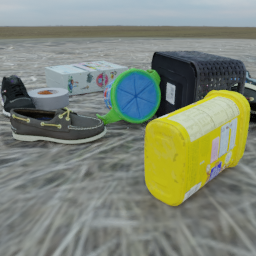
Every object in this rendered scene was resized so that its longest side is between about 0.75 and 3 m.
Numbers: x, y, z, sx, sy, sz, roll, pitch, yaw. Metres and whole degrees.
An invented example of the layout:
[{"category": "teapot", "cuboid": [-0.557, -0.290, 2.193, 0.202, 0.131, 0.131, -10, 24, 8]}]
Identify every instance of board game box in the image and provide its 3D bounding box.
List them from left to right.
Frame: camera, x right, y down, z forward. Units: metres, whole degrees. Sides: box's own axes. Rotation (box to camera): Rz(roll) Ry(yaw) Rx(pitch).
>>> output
[{"category": "board game box", "cuboid": [-1.746, -2.168, 11.861, 2.897, 0.931, 2.137, -15, 26, -30]}]

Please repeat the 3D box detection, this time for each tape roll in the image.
[{"category": "tape roll", "cuboid": [-2.698, -1.005, 9.516, 1.356, 0.448, 1.356, 0, 21, 0]}]

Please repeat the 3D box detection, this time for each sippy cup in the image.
[{"category": "sippy cup", "cuboid": [-0.017, -0.889, 7.875, 1.859, 1.459, 1.362, -7, 9, -23]}]

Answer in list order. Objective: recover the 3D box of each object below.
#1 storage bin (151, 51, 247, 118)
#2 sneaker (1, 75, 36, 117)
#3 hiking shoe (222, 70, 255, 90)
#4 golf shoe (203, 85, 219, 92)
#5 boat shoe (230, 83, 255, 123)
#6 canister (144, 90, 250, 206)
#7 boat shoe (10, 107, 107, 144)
[{"category": "storage bin", "cuboid": [1.671, -1.009, 7.566, 1.298, 1.871, 2.768, -5, 22, -15]}, {"category": "sneaker", "cuboid": [-3.604, -1.073, 8.830, 0.921, 1.065, 2.432, -14, 25, -32]}, {"category": "hiking shoe", "cuboid": [4.038, -1.706, 10.597, 1.122, 0.963, 2.589, 0, 21, -4]}, {"category": "golf shoe", "cuboid": [3.247, -1.533, 11.152, 0.815, 0.296, 0.375, 27, 20, 38]}, {"category": "boat shoe", "cuboid": [4.002, -0.393, 7.426, 2.880, 1.053, 0.902, 17, 59, 19]}, {"category": "canister", "cuboid": [1.225, 0.268, 4.864, 0.872, 1.496, 2.014, 20, 31, 41]}, {"category": "boat shoe", "cuboid": [-1.695, -0.119, 6.735, 2.330, 0.702, 0.831, 0, 28, 4]}]
